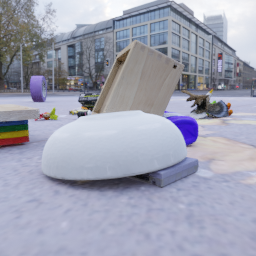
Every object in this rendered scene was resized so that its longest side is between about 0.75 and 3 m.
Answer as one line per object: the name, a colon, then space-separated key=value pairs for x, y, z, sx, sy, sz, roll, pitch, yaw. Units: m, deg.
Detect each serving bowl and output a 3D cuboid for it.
serving bowl: x=-0.299 y=0.181 z=5.719 sx=2.919 sy=0.960 sz=2.919 roll=-5 pitch=6 yaw=1

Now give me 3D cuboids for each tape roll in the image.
tape roll: x=-9.961 y=-4.354 z=31.257 sx=1.214 sy=2.856 sz=2.856 roll=-2 pitch=8 yaw=-4

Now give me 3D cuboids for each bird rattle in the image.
bird rattle: x=-4.136 y=-0.582 z=14.145 sx=1.187 sy=0.669 sz=0.968 roll=-16 pitch=1 yaw=-14

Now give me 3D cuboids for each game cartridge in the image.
game cartridge: x=0.241 y=0.667 z=5.653 sx=2.003 sy=0.384 sz=1.298 roll=7 pitch=15 yaw=41

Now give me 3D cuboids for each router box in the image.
router box: x=-1.245 y=-1.025 z=11.308 sx=1.262 sy=0.392 sz=0.945 roll=1 pitch=-25 yaw=36

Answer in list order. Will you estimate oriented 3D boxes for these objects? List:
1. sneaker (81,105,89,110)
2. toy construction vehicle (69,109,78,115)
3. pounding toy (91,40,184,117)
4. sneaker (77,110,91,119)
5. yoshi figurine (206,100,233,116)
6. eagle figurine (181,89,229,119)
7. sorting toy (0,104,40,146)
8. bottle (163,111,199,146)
sneaker: x=-2.361 y=-1.739 z=20.488 sx=2.124 sy=0.820 sz=0.831 roll=-1 pitch=6 yaw=-17
toy construction vehicle: x=-3.169 y=-0.954 z=16.880 sx=0.710 sy=0.287 sz=0.816 roll=7 pitch=11 yaw=39
pounding toy: x=0.400 y=-1.091 z=8.696 sx=2.123 sy=2.749 sz=2.986 roll=24 pitch=-1 yaw=-15
sneaker: x=-2.199 y=-0.623 z=14.054 sx=0.712 sy=0.507 sz=1.435 roll=-3 pitch=3 yaw=-8
yoshi figurine: x=5.097 y=-1.102 z=15.956 sx=1.664 sy=0.932 sz=0.935 roll=-3 pitch=15 yaw=-3
eagle figurine: x=4.264 y=-1.232 z=15.331 sx=1.893 sy=1.904 sz=2.509 roll=-35 pitch=-34 yaw=17
sorting toy: x=-4.444 y=-0.045 z=7.989 sx=2.976 sy=1.042 sz=2.994 roll=-7 pitch=11 yaw=-35
bottle: x=1.295 y=-0.067 z=8.828 sx=1.086 sy=0.849 sz=2.601 roll=-3 pitch=9 yaw=-9
